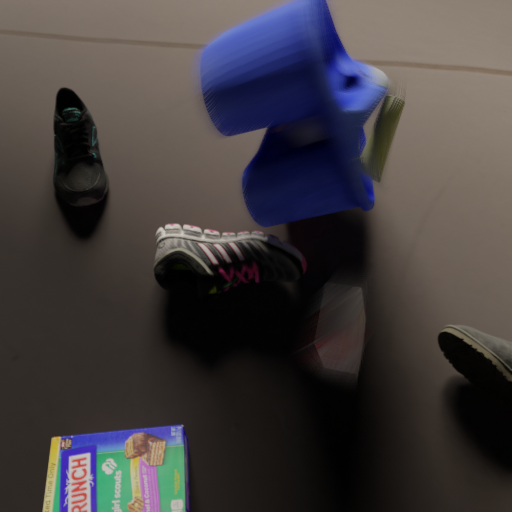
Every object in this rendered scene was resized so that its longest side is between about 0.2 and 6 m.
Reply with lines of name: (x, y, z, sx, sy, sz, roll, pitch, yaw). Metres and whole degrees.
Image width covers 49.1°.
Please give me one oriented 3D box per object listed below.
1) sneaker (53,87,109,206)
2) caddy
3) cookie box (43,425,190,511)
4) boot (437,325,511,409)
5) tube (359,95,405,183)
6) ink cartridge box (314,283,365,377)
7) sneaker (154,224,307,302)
sneaker: (-3.780, -2.260, 11.546, 1.109, 1.166, 2.941, -14, 54, -13)
caddy: (1.011, -2.640, 9.769, 2.577, 3.471, 4.910, -15, 26, 17)
cookie box: (-1.829, 3.183, 7.483, 1.821, 0.684, 1.558, -5, 53, -3)
boot: (4.505, 1.160, 8.933, 2.423, 0.967, 2.665, 39, 67, 10)
tube: (2.071, -1.944, 9.275, 0.399, 0.357, 1.374, 22, 92, 25)
ink cartridge box: (1.294, 1.164, 8.394, 0.545, 1.616, 0.941, 7, 65, 18)
sneaker: (-0.544, 0.254, 9.665, 2.762, 1.019, 1.208, 8, 56, 8)
